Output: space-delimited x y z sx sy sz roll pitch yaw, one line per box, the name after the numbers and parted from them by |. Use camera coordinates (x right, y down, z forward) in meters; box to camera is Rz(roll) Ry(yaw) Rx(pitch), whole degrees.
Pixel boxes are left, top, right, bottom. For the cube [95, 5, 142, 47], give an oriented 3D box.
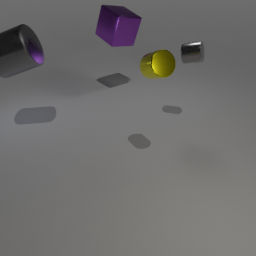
-0.466 -4.766 13.095 1.400 1.400 1.400 -17 50 -40 | cube

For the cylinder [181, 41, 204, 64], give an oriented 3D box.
2.310 -2.683 9.990 0.700 0.700 0.700 1 28 26 | cylinder

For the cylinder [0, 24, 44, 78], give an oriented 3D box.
-3.766 -2.538 9.343 1.400 1.400 1.400 -17 28 11 | cylinder

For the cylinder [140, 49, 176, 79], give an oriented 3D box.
0.761 -1.635 7.267 0.700 0.700 0.700 -13 11 -21 | cylinder
